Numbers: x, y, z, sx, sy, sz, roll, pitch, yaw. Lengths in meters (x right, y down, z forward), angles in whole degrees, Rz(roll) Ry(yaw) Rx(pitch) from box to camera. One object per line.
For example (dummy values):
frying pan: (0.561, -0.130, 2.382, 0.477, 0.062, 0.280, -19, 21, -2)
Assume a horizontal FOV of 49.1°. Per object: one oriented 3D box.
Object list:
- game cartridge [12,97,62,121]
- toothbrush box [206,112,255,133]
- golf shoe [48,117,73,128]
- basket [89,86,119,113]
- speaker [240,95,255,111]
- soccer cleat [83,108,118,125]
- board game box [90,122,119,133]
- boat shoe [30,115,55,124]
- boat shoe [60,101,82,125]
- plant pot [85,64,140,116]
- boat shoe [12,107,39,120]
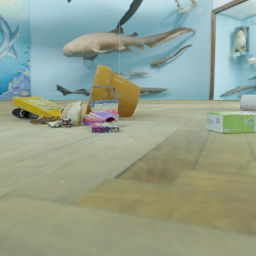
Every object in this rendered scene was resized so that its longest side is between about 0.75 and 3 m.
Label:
game cartridge: (-4.145, -1.005, 14.461, 2.627, 0.426, 2.316, 20, 12, 12)
toothbrush box: (3.958, -0.234, 10.510, 1.634, 0.704, 1.190, 0, 8, -13)
golf shoe: (-2.799, -0.242, 11.579, 1.026, 0.452, 0.396, -2, 9, -3)
basket: (-1.242, -1.274, 14.224, 1.495, 1.696, 1.180, -1, -3, -31)
speaker: (9.895, -1.824, 20.509, 2.970, 1.206, 1.206, 5, 9, 36)
soccer cleat: (-1.207, -0.371, 12.038, 1.674, 0.640, 0.558, -15, -36, 13)
board game box: (-0.959, -0.043, 10.920, 1.010, 0.272, 1.683, -6, 9, -10)
boat shoe: (-3.867, -0.388, 12.716, 1.121, 0.414, 0.424, -1, 8, -8)
boat shoe: (-2.651, -0.735, 12.993, 0.965, 1.028, 2.788, 3, 8, -11)
plant pot: (-0.828, -1.872, 16.176, 2.661, 2.907, 2.907, 15, 5, -10)
boat shoe: (-5.264, -0.746, 14.630, 1.855, 0.685, 0.560, 9, 4, 7)
